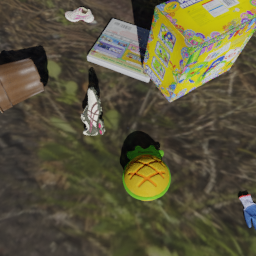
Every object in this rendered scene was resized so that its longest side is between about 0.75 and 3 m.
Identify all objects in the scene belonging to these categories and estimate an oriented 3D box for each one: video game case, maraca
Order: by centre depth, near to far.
[{"bbox_3d":[0.447,1.056,6.939,1.164,0.908,1.698,0,42,1],"label":"maraca"},{"bbox_3d":[0.043,-2.612,9.240,2.152,0.237,1.959,22,64,9],"label":"video game case"}]

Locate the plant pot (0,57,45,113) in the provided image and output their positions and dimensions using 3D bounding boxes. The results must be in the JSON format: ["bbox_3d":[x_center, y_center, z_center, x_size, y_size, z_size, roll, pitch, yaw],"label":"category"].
[{"bbox_3d":[-3.201,-1.306,7.936,1.347,1.360,1.360,-25,64,-16],"label":"plant pot"}]

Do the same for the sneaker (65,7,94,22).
[{"bbox_3d":[-1.733,-4.069,9.928,1.022,0.451,0.416,2,61,1],"label":"sneaker"}]

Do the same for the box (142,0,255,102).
[{"bbox_3d":[1.947,-2.360,7.777,2.473,2.382,1.508,-29,70,-19],"label":"box"}]

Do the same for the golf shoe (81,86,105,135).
[{"bbox_3d":[-0.981,-0.420,7.463,0.599,1.360,0.525,-9,19,-7],"label":"golf shoe"}]

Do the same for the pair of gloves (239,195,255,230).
[{"bbox_3d":[3.371,1.983,6.819,1.218,0.139,0.979,-15,63,-7],"label":"pair of gloves"}]
